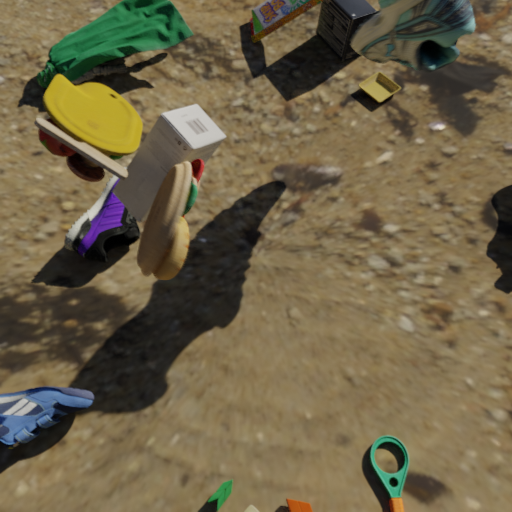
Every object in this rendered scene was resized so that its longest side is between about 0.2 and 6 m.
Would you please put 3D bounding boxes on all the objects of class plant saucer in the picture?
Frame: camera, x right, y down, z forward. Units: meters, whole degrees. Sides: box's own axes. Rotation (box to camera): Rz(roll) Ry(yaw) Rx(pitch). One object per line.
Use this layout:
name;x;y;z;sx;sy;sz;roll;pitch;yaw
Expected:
plant saucer;2.637;-3.579;12.019;0.661;0.160;0.661;-36;66;-18

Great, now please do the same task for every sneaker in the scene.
sneaker;-3.391;2.434;8.409;1.948;0.720;0.801;-11;66;0
sneaker;-2.443;-0.695;10.171;1.012;0.707;2.035;30;69;10
sneaker;2.411;-3.395;8.796;1.228;3.164;1.366;-35;93;4

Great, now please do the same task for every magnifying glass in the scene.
magnifying glass;2.006;3.373;8.172;0.578;0.163;1.452;-2;62;-1

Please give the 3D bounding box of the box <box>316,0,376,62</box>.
box;1.960;-5.135;12.315;0.691;1.113;1.122;-26;65;-17

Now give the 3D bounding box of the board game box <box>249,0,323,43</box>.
board game box;0.597;-5.555;12.541;1.840;0.276;0.879;-24;56;29

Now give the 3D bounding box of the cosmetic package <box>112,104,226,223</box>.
cosmetic package;-1.058;-1.088;6.717;0.575;1.355;0.729;48;36;3

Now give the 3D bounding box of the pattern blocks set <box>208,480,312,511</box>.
pattern blocks set;0.072;4.296;7.627;2.135;0.197;2.428;-36;67;-18

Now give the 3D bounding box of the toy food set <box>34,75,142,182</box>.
toy food set;-2.052;-1.424;6.661;1.180;0.655;2.005;28;29;-22

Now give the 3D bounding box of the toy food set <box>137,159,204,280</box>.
toy food set;-0.895;-0.391;5.858;0.322;1.322;1.308;20;82;-19

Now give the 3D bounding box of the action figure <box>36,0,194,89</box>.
action figure;-3.238;-4.560;12.140;3.345;0.915;1.976;-30;66;-8
